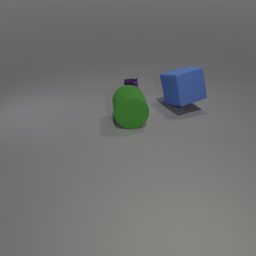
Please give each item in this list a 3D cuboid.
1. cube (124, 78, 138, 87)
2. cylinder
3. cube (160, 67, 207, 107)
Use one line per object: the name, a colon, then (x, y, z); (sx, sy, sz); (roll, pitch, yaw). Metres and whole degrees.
cube: (0.174, -2.115, 14.445); (0.700, 0.700, 0.700); (-5, 26, 3)
cylinder: (0.082, -0.893, 11.631); (1.400, 1.400, 1.400); (-3, 30, -5)
cube: (2.471, -1.887, 12.568); (1.400, 1.400, 1.400); (-19, 18, -19)
